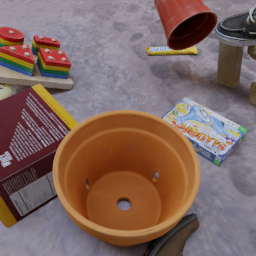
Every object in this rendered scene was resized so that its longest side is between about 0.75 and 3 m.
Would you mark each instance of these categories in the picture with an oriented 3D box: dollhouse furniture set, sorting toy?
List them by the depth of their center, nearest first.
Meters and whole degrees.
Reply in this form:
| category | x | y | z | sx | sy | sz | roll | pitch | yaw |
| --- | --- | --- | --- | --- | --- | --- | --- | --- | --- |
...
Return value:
| category | x | y | z | sx | sy | sz | roll | pitch | yaw |
| --- | --- | --- | --- | --- | --- | --- | --- | --- | --- |
| dollhouse furniture set | 4.492 | -2.109 | 9.519 | 1.762 | 2.056 | 2.162 | -26 | 37 | -29 |
| sorting toy | -3.410 | -2.545 | 9.763 | 2.586 | 0.906 | 2.602 | 1 | 41 | -33 |

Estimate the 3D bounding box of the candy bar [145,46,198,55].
| category | x | y | z | sx | sy | sz | roll | pitch | yaw |
| --- | --- | --- | --- | --- | --- | --- | --- | --- | --- |
| candy bar | 1.779 | -3.194 | 11.541 | 2.149 | 0.238 | 0.536 | -1 | 46 | -2 |

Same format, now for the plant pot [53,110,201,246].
| category | x | y | z | sx | sy | sz | roll | pitch | yaw |
| --- | --- | --- | --- | --- | --- | --- | --- | --- | --- |
| plant pot | -0.065 | 1.263 | 5.984 | 2.770 | 1.939 | 2.770 | 2 | 49 | -2 |

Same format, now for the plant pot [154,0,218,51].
| category | x | y | z | sx | sy | sz | roll | pitch | yaw |
| --- | --- | --- | --- | --- | --- | --- | --- | --- | --- |
| plant pot | 1.675 | -3.607 | 8.768 | 1.655 | 1.655 | 1.609 | -16 | 71 | -15 |

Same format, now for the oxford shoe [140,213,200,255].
| category | x | y | z | sx | sy | sz | roll | pitch | yaw |
| --- | --- | --- | --- | --- | --- | --- | --- | --- | --- |
| oxford shoe | 0.797 | 2.659 | 5.652 | 2.287 | 0.831 | 0.965 | -37 | 73 | -28 |

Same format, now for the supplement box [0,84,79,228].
| category | x | y | z | sx | sy | sz | roll | pitch | yaw |
| --- | --- | --- | --- | --- | --- | --- | --- | --- | --- |
| supplement box | -2.589 | 0.547 | 6.977 | 2.445 | 1.623 | 2.411 | -31 | 53 | -26 |

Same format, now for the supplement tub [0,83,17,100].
| category | x | y | z | sx | sy | sz | roll | pitch | yaw |
| --- | --- | --- | --- | --- | --- | --- | --- | --- | --- |
| supplement tub | -4.197 | -1.020 | 8.938 | 0.964 | 0.964 | 1.330 | 3 | 46 | 3 |

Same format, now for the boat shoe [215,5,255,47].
| category | x | y | z | sx | sy | sz | roll | pitch | yaw |
| --- | --- | --- | --- | --- | --- | --- | --- | --- | --- |
| boat shoe | 3.650 | -2.891 | 7.534 | 2.846 | 1.009 | 1.026 | 13 | 73 | 40 |

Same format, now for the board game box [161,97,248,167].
| category | x | y | z | sx | sy | sz | roll | pitch | yaw |
| --- | --- | --- | --- | --- | --- | --- | --- | --- | --- |
| board game box | 2.174 | 0.027 | 8.338 | 2.180 | 0.376 | 1.476 | 33 | 54 | 28 |
